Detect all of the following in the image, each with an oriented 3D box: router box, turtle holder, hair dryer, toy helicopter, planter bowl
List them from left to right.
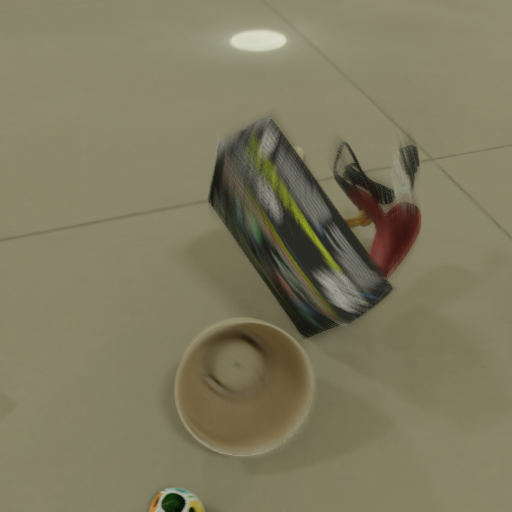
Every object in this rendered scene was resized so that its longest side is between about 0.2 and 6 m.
[{"bbox_3d":[-0.939,3.285,6.997,0.874,0.620,0.664,31,50,30],"label":"turtle holder"},{"bbox_3d":[-0.224,1.699,8.024,1.860,1.860,1.252,-6,8,-7],"label":"planter bowl"},{"bbox_3d":[0.486,-0.274,8.426,0.926,2.233,2.980,-34,84,-14],"label":"router box"},{"bbox_3d":[1.647,-0.522,10.912,1.387,0.917,0.547,-17,21,-13],"label":"toy helicopter"},{"bbox_3d":[2.049,-0.696,9.683,1.901,2.496,0.678,-7,3,-26],"label":"hair dryer"}]

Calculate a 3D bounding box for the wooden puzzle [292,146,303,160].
[{"bbox_3d":[0.138,-2.186,13.225,1.848,0.344,1.710,6,42,7],"label":"wooden puzzle"}]
